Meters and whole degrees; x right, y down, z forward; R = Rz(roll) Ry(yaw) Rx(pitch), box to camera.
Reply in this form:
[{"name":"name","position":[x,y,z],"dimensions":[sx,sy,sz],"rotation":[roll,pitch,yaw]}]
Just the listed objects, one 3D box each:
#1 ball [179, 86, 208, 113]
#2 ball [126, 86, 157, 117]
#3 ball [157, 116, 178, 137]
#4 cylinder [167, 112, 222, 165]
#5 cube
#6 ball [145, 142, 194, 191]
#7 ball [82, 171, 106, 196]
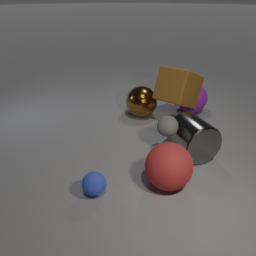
[{"name":"ball","position":[2.980,-1.398,13.027],"dimensions":[1.400,1.400,1.400],"rotation":[0,28,0]},{"name":"ball","position":[0.611,-1.177,12.573],"dimensions":[1.400,1.400,1.400],"rotation":[0,28,0]},{"name":"ball","position":[1.305,-0.062,9.235],"dimensions":[0.700,0.700,0.700],"rotation":[0,28,0]},{"name":"cylinder","position":[2.252,0.325,9.689],"dimensions":[1.400,1.400,1.400],"rotation":[-10,29,-19]},{"name":"cube","position":[2.103,-1.692,11.729],"dimensions":[1.400,1.400,1.400],"rotation":[20,10,40]},{"name":"ball","position":[1.186,1.114,8.137],"dimensions":[1.400,1.400,1.400],"rotation":[0,28,0]},{"name":"ball","position":[-0.963,1.583,7.962],"dimensions":[0.700,0.700,0.700],"rotation":[0,28,0]}]
